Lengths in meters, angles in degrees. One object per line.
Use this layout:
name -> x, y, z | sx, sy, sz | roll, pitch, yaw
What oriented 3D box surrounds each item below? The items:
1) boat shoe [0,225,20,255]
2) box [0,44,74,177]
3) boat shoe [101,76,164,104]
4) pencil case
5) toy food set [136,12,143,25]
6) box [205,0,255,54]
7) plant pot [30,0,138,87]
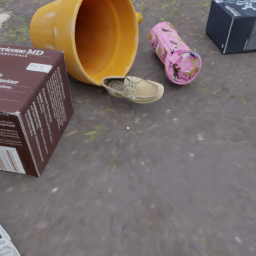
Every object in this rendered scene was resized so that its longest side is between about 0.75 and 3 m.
boat shoe -> -2.732, 2.102, 5.207 | 0.879, 0.765, 2.385 | -30, 51, -27
box -> -2.847, -0.507, 6.974 | 2.100, 2.079, 2.532 | 7, 44, 8
boat shoe -> 0.085, -1.166, 8.113 | 1.924, 0.625, 0.694 | 14, 83, 31
pencil case -> 1.516, -2.673, 9.711 | 1.204, 1.258, 2.908 | 1, 36, -11
toy food set -> -0.904, -5.061, 12.089 | 2.837, 1.354, 1.277 | 42, 52, -2
box -> 4.878, -4.199, 11.236 | 2.774, 1.485, 2.059 | -7, 44, -7
plant pot -> -1.612, -3.021, 9.165 | 2.737, 2.989, 2.989 | 15, 44, 35
